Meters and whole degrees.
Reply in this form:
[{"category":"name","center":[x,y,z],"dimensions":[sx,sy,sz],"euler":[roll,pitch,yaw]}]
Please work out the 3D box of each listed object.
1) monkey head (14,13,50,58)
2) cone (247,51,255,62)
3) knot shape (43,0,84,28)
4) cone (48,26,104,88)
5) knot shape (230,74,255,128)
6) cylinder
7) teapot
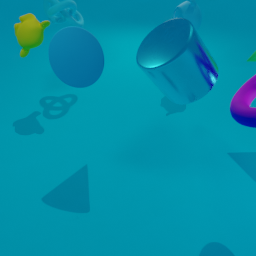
[{"category":"monkey head","center":[-2.846,-2.849,8.491],"dimensions":[0.893,1.482,1.066],"euler":[55,27,12]},{"category":"cone","center":[3.741,-2.022,7.087],"dimensions":[1.467,1.461,1.461],"euler":[-23,29,31]},{"category":"knot shape","center":[-2.060,-3.797,9.305],"dimensions":[1.360,0.672,1.454],"euler":[15,6,-40]},{"category":"cone","center":[-0.935,-1.718,6.459],"dimensions":[1.280,1.280,1.285],"euler":[10,26,12]},{"category":"knot shape","center":[2.716,-0.582,4.217],"dimensions":[0.948,2.052,1.921],"euler":[11,32,-48]},{"category":"cylinder","center":[0.722,-0.939,4.066],"dimensions":[0.893,0.893,0.893],"euler":[-23,48,28]},{"category":"teapot","center":[1.904,-3.684,9.287],"dimensions":[0.849,1.735,1.079],"euler":[-12,60,-13]}]
